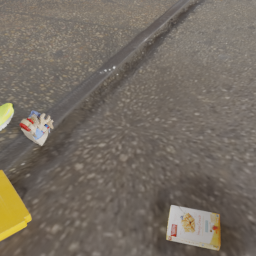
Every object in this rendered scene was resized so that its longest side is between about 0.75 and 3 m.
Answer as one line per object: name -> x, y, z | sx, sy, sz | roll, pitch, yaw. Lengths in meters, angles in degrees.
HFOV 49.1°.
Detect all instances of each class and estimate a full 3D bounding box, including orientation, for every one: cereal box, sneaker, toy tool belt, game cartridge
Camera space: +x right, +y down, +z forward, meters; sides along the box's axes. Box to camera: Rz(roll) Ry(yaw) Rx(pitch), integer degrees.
cereal box -> 1.317, 1.979, 5.626 | 1.016, 0.201, 0.731 | 8, 40, 10
sneaker -> -3.945, -0.221, 7.406 | 1.928, 0.870, 0.753 | -28, 38, -2
toy tool belt -> -2.357, -0.125, 7.303 | 0.791, 1.267, 0.778 | 31, 69, 6
game cartridge -> -3.031, 1.729, 5.821 | 1.487, 0.274, 1.687 | -24, 46, -32
